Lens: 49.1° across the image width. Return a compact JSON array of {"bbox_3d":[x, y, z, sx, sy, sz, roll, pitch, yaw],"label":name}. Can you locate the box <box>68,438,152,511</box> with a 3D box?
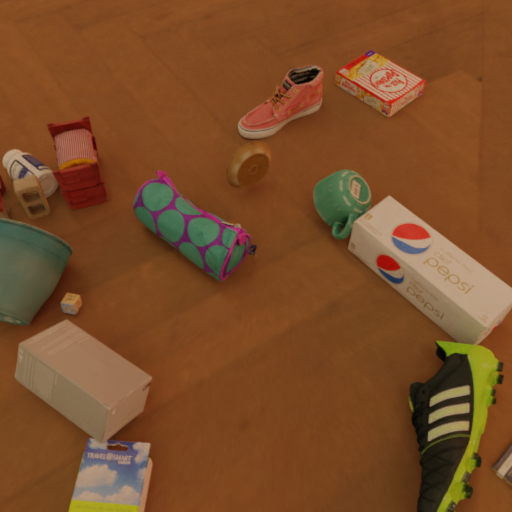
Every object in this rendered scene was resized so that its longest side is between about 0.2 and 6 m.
[{"bbox_3d":[-2.078,3.475,7.891,0.999,0.390,1.638,4,54,3],"label":"box"}]

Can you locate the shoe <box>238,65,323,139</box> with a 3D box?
[{"bbox_3d":[0.551,-3.475,12.494,2.218,1.009,0.793,-28,59,-19],"label":"shoe"}]

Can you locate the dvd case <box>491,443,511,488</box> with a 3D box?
[{"bbox_3d":[4.581,3.309,8.166,1.342,0.144,1.805,-37,62,-23],"label":"dvd case"}]

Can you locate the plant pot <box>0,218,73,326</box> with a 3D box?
[{"bbox_3d":[-4.128,0.353,9.541,1.569,1.569,1.474,10,71,7],"label":"plant pot"}]

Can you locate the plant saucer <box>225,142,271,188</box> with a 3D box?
[{"bbox_3d":[-0.099,-1.750,11.117,1.081,1.081,0.191,-29,54,-19],"label":"plant saucer"}]

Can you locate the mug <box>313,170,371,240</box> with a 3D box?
[{"bbox_3d":[1.748,-1.029,10.686,1.008,0.759,1.227,-23,88,-42],"label":"mug"}]

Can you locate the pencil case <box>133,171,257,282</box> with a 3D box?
[{"bbox_3d":[-1.179,-0.556,10.343,2.347,1.084,0.999,34,20,21],"label":"pencil case"}]

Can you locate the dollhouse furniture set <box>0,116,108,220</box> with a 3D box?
[{"bbox_3d":[-4.443,-1.610,11.088,2.752,1.119,1.481,-16,56,-11],"label":"dollhouse furniture set"}]

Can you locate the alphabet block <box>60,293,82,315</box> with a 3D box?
[{"bbox_3d":[-3.236,0.838,9.805,0.256,0.254,0.260,11,43,6],"label":"alphabet block"}]

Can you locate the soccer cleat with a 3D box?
[{"bbox_3d":[2.757,2.577,8.311,1.202,1.002,2.967,11,53,31],"label":"soccer cleat"}]

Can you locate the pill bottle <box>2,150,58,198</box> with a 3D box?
[{"bbox_3d":[-4.646,-1.706,11.460,1.157,0.643,0.643,36,62,23],"label":"pill bottle"}]

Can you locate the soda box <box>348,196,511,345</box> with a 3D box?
[{"bbox_3d":[3.013,0.250,9.883,0.981,0.917,2.880,-35,61,-22],"label":"soda box"}]

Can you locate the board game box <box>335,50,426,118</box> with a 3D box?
[{"bbox_3d":[2.936,-4.119,13.334,1.285,0.393,1.697,-38,63,-24],"label":"board game box"}]

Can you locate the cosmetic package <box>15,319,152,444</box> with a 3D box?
[{"bbox_3d":[-2.654,1.878,8.600,1.878,0.847,1.003,32,30,19],"label":"cosmetic package"}]
